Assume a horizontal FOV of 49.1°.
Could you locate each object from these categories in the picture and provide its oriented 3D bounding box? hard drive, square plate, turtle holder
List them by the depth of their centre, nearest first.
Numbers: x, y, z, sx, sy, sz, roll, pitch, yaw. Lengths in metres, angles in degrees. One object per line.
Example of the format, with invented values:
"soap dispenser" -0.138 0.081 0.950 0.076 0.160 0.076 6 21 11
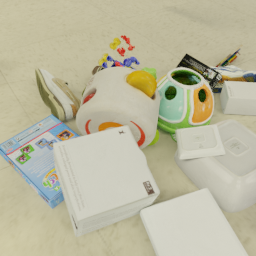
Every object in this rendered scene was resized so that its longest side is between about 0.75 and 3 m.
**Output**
"hard drive" 1.640 2.846 6.178 1.864 0.377 2.826 -14 52 -14
"square plate" 1.998 0.337 7.904 1.245 0.177 1.233 -8 38 10
"turtle holder" 1.661 -1.065 9.345 2.030 1.898 2.672 -11 45 -11

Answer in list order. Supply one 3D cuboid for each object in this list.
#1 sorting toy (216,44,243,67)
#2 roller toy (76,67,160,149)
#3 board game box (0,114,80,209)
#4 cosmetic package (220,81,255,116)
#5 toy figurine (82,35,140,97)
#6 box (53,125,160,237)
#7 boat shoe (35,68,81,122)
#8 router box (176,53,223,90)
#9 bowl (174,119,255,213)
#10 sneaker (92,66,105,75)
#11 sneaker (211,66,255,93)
"sorting toy" 4.502 -3.052 12.214 1.936 0.934 0.328 -38 85 -28
"roller toy" -0.246 -0.570 8.247 2.299 2.521 1.761 3 54 13
"board game box" -2.263 0.833 8.371 2.699 0.494 2.042 33 53 30
"cosmetic package" 4.428 -1.047 10.106 1.947 0.826 1.048 4 46 2
"toy figurine" -0.282 -1.860 10.675 2.778 1.664 1.465 -54 43 10
"box" -0.615 1.252 6.940 2.020 1.320 2.009 -13 59 -21
"boat shoe" -2.606 -1.287 10.291 0.955 1.043 2.792 -19 53 -25
"router box" 2.508 -1.916 10.711 1.275 0.437 1.710 -53 53 11
"bowl" 2.999 0.814 8.078 2.615 0.976 2.612 -23 49 -24
"sneaker" -0.947 -1.969 10.095 0.564 0.605 1.601 25 29 -20
"sneaker" 4.374 -2.008 10.926 2.781 1.047 1.226 8 44 10
